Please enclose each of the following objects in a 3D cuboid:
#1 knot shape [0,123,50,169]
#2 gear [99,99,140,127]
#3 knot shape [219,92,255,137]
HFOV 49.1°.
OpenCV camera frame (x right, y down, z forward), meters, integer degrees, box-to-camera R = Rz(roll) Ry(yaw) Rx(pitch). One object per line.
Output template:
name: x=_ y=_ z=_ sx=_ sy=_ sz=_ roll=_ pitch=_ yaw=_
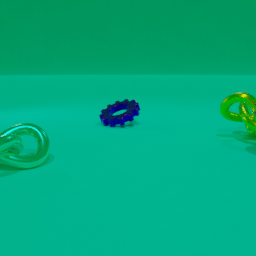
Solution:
knot shape: x=-2.177 y=0.360 z=4.757 sx=1.463 sy=0.676 sz=1.369 roll=2 pitch=13 yaw=5
gear: x=-0.255 y=-0.479 z=8.630 sx=1.250 sy=0.231 sz=1.250 roll=-14 pitch=31 yaw=9
knot shape: x=2.971 y=-0.232 z=6.572 sx=1.440 sy=0.666 sz=1.348 roll=31 pitch=4 yaw=-40
